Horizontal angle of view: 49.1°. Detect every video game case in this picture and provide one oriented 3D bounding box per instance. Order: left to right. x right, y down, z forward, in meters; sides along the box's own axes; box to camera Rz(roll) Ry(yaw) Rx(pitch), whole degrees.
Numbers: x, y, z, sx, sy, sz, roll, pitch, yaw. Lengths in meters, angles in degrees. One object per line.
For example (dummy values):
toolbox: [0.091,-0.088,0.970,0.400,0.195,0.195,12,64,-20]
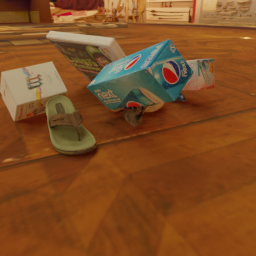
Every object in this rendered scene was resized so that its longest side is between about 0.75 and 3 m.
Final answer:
video game case: [-0.975,-2.129,9.496,2.981,2.711,0.348,20,74,37]

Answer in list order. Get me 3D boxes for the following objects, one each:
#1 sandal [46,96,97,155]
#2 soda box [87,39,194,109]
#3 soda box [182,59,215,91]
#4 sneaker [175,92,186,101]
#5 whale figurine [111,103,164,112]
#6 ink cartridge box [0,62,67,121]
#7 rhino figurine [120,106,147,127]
sandal: [-1.501,-0.186,6.689,0.928,0.667,2.336,-16,44,-23]
soda box: [0.141,-1.139,6.735,0.898,0.949,2.799,-54,26,-20]
soda box: [1.520,-1.727,9.342,0.863,0.928,2.714,-14,14,-37]
sneaker: [1.547,-0.981,9.212,0.382,0.336,0.857,-38,27,-18]
whale figurine: [0.270,-0.984,8.436,1.684,0.874,1.340,-9,35,2]
ink cartridge box: [-2.652,-1.014,7.814,1.455,1.052,1.057,-21,-13,-31]
rhino figurine: [0.087,-0.440,7.657,0.414,0.606,1.385,11,14,-22]
